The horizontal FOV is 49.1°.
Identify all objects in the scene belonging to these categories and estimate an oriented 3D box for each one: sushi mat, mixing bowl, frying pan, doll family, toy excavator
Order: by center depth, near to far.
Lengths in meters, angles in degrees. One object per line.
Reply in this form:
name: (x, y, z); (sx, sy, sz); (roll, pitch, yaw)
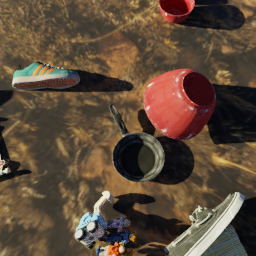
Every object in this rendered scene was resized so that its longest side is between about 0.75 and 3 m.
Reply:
sushi mat: (1.713, 3.599, 6.961); (2.774, 0.168, 1.327); (-22, 70, -9)
doll family: (-0.219, 2.843, 6.991); (0.836, 0.607, 1.346); (-5, 26, 9)
toy excavator: (-0.833, 2.291, 7.205); (1.130, 0.581, 1.163); (-33, 34, 7)
mixing bowl: (1.646, -0.854, 7.908); (2.149, 1.164, 2.149); (9, 66, -21)
frying pan: (-0.072, 0.549, 8.131); (2.455, 0.400, 1.485); (38, 72, 16)
mixing bowl: (1.680, -4.229, 9.994); (1.244, 0.674, 1.244); (0, 67, 0)

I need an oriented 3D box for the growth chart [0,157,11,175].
growth chart: (-4.503, 0.665, 8.196); (1.602, 0.196, 2.214); (-25, 69, -9)

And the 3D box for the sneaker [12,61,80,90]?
sneaker: (-2.594, -1.744, 8.894); (2.125, 0.758, 0.849); (-3, 72, 0)

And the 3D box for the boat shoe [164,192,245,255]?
boat shoe: (1.966, 2.391, 7.065); (2.483, 0.878, 0.790); (-39, 66, -19)
